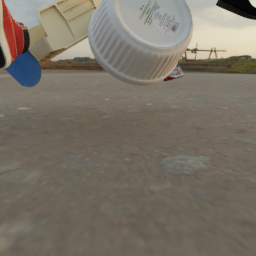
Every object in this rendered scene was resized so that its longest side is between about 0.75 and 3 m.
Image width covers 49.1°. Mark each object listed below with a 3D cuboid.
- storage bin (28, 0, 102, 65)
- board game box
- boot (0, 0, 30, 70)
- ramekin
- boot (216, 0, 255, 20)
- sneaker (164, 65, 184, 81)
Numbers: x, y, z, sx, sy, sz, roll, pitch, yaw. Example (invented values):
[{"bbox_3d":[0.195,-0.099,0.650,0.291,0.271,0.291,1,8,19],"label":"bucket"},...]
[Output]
[{"bbox_3d":[-2.230,-3.546,9.846,2.891,1.365,2.912,-40,21,-26],"label":"storage bin"},{"bbox_3d":[-3.295,-2.124,8.509,1.424,1.802,0.351,-30,20,43],"label":"board game box"},{"bbox_3d":[-2.970,-2.674,6.672,0.775,2.140,1.544,6,35,8],"label":"boot"},{"bbox_3d":[0.443,-2.879,8.032,2.959,2.959,1.553,-6,-16,-22],"label":"ramekin"},{"bbox_3d":[3.273,-3.668,7.665,1.501,1.122,0.565,12,32,-19],"label":"boot"},{"bbox_3d":[1.803,-2.333,11.681,0.528,0.637,1.333,-15,6,39],"label":"sneaker"}]
